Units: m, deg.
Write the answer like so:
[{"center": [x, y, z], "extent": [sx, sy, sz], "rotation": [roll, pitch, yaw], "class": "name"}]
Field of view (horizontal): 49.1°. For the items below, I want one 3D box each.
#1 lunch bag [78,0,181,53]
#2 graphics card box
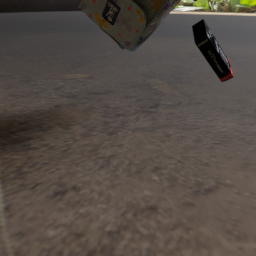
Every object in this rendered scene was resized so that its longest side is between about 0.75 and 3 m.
[{"center": [0.141, -4.299, 9.088], "extent": [2.517, 2.969, 1.887], "rotation": [45, 16, 3], "class": "lunch bag"}, {"center": [1.464, -1.324, 4.836], "extent": [0.248, 0.975, 0.612], "rotation": [-25, 39, 30], "class": "graphics card box"}]
